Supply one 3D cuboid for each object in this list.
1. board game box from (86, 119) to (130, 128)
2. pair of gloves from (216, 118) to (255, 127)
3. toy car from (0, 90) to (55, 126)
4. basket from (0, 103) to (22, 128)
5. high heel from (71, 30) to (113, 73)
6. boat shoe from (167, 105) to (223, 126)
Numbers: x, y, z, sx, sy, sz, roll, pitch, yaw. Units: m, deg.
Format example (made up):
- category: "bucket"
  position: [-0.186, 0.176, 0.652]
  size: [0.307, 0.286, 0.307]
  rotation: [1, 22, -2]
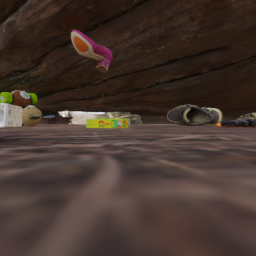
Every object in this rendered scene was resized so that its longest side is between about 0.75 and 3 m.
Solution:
- category: "board game box"
  position: [-0.470, -0.109, 6.691]
  size: [0.936, 0.223, 0.476]
  rotation: [0, 1, 23]
- category: "pair of gloves"
  position: [4.067, -0.163, 8.637]
  size: [2.346, 0.290, 2.090]
  rotation: [-1, 1, -4]
- category: "toy car"
  position: [-3.805, -0.649, 10.838]
  size: [1.818, 1.434, 1.493]
  rotation: [14, 11, 29]
- category: "basket"
  position: [-3.294, -0.311, 7.424]
  size: [0.913, 0.619, 0.563]
  rotation: [0, -1, 32]
- category: "high heel"
  position: [-1.289, -3.093, 10.488]
  size: [0.718, 1.023, 2.132]
  rotation: [-11, -34, 36]
- category: "boat shoe"
  position: [2.949, -0.630, 13.292]
  size: [0.951, 1.074, 2.934]
  rotation: [6, -4, -44]
